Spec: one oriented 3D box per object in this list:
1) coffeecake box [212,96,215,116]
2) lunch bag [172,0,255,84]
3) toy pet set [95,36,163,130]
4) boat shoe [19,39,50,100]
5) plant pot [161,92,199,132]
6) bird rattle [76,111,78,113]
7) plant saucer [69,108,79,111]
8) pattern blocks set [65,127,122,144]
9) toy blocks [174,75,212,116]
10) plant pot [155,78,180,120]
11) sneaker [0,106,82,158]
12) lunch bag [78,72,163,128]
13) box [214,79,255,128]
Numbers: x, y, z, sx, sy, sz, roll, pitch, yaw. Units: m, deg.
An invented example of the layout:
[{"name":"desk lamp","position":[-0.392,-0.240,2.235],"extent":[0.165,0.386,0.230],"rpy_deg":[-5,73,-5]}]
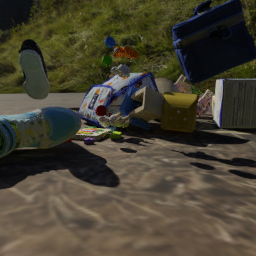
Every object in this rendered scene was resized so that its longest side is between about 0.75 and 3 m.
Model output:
[{"name":"coffeecake box","position":[5.768,-1.027,13.922],"extent":[2.871,1.049,2.204],"rpy_deg":[2,9,11]},{"name":"lunch bag","position":[2.402,-2.671,8.393],"extent":[2.027,1.974,2.983],"rpy_deg":[-22,10,12]},{"name":"toy pet set","position":[-0.176,-1.187,9.956],"extent":[2.678,2.868,1.523],"rpy_deg":[19,-24,-30]},{"name":"boat shoe","position":[-3.114,-1.888,9.444],"extent":[0.910,0.726,2.406],"rpy_deg":[0,-31,-14]},{"name":"plant pot","position":[1.793,-0.477,9.924],"extent":[1.300,1.308,1.338],"rpy_deg":[7,19,11]},{"name":"bird rattle","position":[-2.497,-0.371,12.379],"extent":[0.737,0.510,0.904],"rpy_deg":[-9,19,22]},{"name":"plant saucer","position":[-3.246,-1.146,17.445],"extent":[1.014,0.186,1.014],"rpy_deg":[0,10,0]},{"name":"pattern blocks set","position":[-1.261,0.176,9.192],"extent":[2.101,0.194,2.390],"rpy_deg":[1,9,3]},{"name":"toy blocks","position":[3.161,-1.281,14.951],"extent":[2.046,1.843,2.189],"rpy_deg":[34,-5,18]},{"name":"plant pot","position":[1.766,-1.105,12.771],"extent":[1.932,1.932,2.063],"rpy_deg":[-2,24,-14]},{"name":"sneaker","position":[-2.493,0.152,6.637],"extent":[2.813,1.119,1.836],"rpy_deg":[-11,9,-8]},{"name":"lunch bag","position":[-0.512,-1.145,11.869],"extent":[2.961,1.834,2.517],"rpy_deg":[-36,25,-19]},{"name":"box","position":[4.555,-0.985,11.017],"extent":[2.055,1.890,1.078],"rpy_deg":[1,11,1]}]
